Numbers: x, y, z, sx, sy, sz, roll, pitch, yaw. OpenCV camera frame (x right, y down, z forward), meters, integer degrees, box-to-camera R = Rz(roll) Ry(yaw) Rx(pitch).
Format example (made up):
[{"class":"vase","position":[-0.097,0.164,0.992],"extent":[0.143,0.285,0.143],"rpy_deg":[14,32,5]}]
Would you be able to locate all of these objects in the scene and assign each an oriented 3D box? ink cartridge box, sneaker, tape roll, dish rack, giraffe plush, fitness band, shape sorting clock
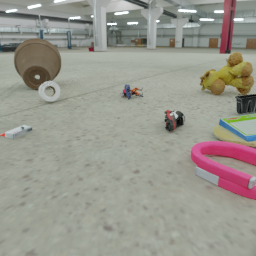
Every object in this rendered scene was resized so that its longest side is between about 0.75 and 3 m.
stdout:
[{"class":"ink cartridge box","position":[-3.807,0.100,9.464],"extent":[0.742,0.186,0.855],"rpy_deg":[10,22,24]},{"class":"sneaker","position":[1.681,-0.286,10.006],"extent":[0.755,0.546,1.546],"rpy_deg":[0,17,7]},{"class":"tape roll","position":[-3.797,-1.761,13.527],"extent":[0.977,0.977,0.671],"rpy_deg":[-8,7,-22]},{"class":"dish rack","position":[5.901,-0.652,10.737],"extent":[2.262,0.804,2.949],"rpy_deg":[-10,21,-23]},{"class":"giraffe plush","position":[5.129,-2.737,15.266],"extent":[2.200,2.341,2.713],"rpy_deg":[-24,35,-3]},{"class":"fitness band","position":[2.711,0.899,6.686],"extent":[1.853,0.483,2.580],"rpy_deg":[-15,25,-38]},{"class":"shape sorting clock","position":[4.250,0.080,8.857],"extent":[2.980,0.585,2.980],"rpy_deg":[-7,19,2]}]

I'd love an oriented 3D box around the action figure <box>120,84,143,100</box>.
[{"class":"action figure","position":[0.192,-1.726,14.531],"extent":[1.187,0.642,1.227],"rpy_deg":[-5,46,5]}]

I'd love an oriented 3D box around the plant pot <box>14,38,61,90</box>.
[{"class":"plant pot","position":[-5.496,-3.607,16.964],"extent":[2.904,2.904,2.532],"rpy_deg":[-4,37,-12]}]
